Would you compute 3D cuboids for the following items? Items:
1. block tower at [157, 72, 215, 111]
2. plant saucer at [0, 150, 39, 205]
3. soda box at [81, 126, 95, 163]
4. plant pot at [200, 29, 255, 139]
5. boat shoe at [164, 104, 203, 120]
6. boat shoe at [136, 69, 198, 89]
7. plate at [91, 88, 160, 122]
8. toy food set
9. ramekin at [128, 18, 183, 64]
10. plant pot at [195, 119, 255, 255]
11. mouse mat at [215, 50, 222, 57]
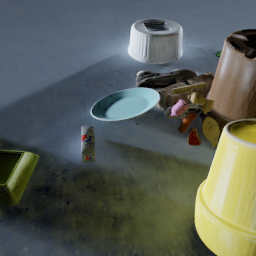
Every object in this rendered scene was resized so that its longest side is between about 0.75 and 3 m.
[{"bbox_3d":[2.325,-1.359,10.591,2.593,0.749,0.700,-23,45,-23],"label":"block tower"},{"bbox_3d":[-3.604,1.192,7.679,1.786,0.428,1.789,3,40,4],"label":"plant saucer"},{"bbox_3d":[-1.202,0.471,8.478,0.406,0.437,1.281,-1,37,-8],"label":"soda box"},{"bbox_3d":[3.921,-1.373,8.877,2.861,2.832,2.861,-1,41,1],"label":"plant pot"},{"bbox_3d":[1.925,-0.586,9.722,1.401,0.504,0.434,-14,19,-17],"label":"boat shoe"},{"bbox_3d":[1.539,-1.834,11.178,2.470,0.826,0.704,1,52,8],"label":"boat shoe"},{"bbox_3d":[-0.083,-0.771,9.831,2.466,0.315,2.466,-11,30,6],"label":"plate"},{"bbox_3d":[2.003,-0.325,8.484,1.333,2.097,0.330,-10,23,13],"label":"toy food set"},{"bbox_3d":[1.375,-4.346,13.747,2.734,1.333,2.734,0,40,0],"label":"ramekin"},{"bbox_3d":[2.698,1.154,5.741,2.472,2.326,2.472,-1,21,0],"label":"plant pot"},{"bbox_3d":[5.325,-3.262,12.656,2.274,0.086,1.830,26,44,31],"label":"mouse mat"}]
